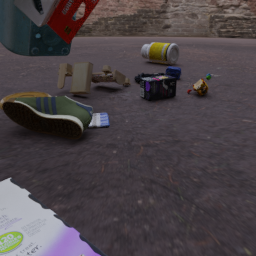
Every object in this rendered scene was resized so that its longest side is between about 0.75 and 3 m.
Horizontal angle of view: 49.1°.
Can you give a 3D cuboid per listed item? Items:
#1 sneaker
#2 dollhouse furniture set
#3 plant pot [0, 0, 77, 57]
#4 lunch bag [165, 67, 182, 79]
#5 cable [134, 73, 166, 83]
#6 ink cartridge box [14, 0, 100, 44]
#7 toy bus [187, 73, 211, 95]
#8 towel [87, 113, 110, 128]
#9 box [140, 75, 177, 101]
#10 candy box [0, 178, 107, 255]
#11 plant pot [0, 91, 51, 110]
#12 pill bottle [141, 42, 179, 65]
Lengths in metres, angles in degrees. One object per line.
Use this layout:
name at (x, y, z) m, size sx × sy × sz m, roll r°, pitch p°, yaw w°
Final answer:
sneaker at (-2.293, -0.499, 8.454) m, size 2.721 × 0.912 × 1.222 m, roll 15°, pitch 39°, yaw 17°
dollhouse furniture set at (-1.552, -1.988, 13.155) m, size 2.364 × 1.353 × 2.772 m, roll 4°, pitch -6°, yaw 28°
plant pot at (-2.776, -3.412, 8.783) m, size 2.264 × 2.258 × 2.306 m, roll -12°, pitch 48°, yaw -35°
lunch bag at (2.495, -2.982, 15.267) m, size 0.892 × 0.606 × 0.590 m, roll 9°, pitch 24°, yaw 16°
cable at (1.067, -2.709, 14.788) m, size 1.487 × 0.463 × 1.823 m, roll 19°, pitch 30°, yaw 40°
ink cartridge box at (-1.534, -2.886, 6.155) m, size 1.472 × 1.696 × 0.369 m, roll 43°, pitch 36°, yaw -8°
toy bus at (3.221, -1.736, 12.221) m, size 1.124 × 0.581 × 1.060 m, roll -48°, pitch 11°, yaw -22°
towel at (-1.325, -0.249, 9.077) m, size 1.422 × 0.169 × 1.044 m, roll -2°, pitch 23°, yaw -6°
box at (1.270, -1.700, 11.756) m, size 1.381 × 0.844 × 0.732 m, roll -11°, pitch 24°, yaw -25°
candy box at (-1.542, 1.860, 2.676) m, size 2.871 × 1.027 × 2.408 m, roll 20°, pitch 30°, yaw 40°
plant pot at (-3.995, -1.110, 11.062) m, size 2.099 × 0.288 × 2.099 m, roll 0°, pitch 21°, yaw 0°
pill bottle at (2.267, -5.405, 20.169) m, size 2.575 × 1.433 × 1.433 m, roll 17°, pitch 28°, yaw 37°
